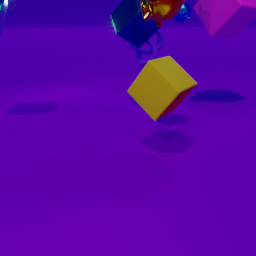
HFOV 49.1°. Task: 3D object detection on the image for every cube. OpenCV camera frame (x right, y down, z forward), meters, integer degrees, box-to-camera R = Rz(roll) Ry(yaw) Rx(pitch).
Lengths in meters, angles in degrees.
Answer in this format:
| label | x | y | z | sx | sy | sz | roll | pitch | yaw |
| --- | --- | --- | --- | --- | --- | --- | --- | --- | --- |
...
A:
| label | x | y | z | sx | sy | sz | roll | pitch | yaw |
| --- | --- | --- | --- | --- | --- | --- | --- | --- | --- |
| cube | 0.217 | -3.220 | 8.407 | 0.981 | 0.981 | 0.981 | 18 | 45 | -42 |
| cube | 3.090 | -3.698 | 8.721 | 1.242 | 1.242 | 1.242 | -11 | 67 | -38 |
| cube | 0.722 | -0.851 | 5.910 | 0.889 | 0.889 | 0.889 | 48 | 39 | 12 |

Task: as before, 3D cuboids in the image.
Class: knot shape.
| label | x | y | z | sx | sy | sz | roll | pitch | yaw |
| --- | --- | --- | --- | --- | --- | --- | --- | --- | --- |
| knot shape | 0.677 | -2.976 | 10.455 | 1.458 | 1.364 | 0.674 | -7 | -8 | -1 |

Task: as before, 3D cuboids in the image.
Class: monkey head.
| label | x | y | z | sx | sy | sz | roll | pitch | yaw |
| --- | --- | --- | --- | --- | --- | --- | --- | --- | --- |
| monkey head | 0.655 | -2.907 | 6.034 | 0.965 | 1.601 | 1.152 | -24 | 70 | -33 |

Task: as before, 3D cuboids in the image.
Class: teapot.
| label | x | y | z | sx | sy | sz | roll | pitch | yaw |
| --- | --- | --- | --- | --- | --- | --- | --- | --- | --- |
| teapot | 2.009 | -4.172 | 10.222 | 0.584 | 0.742 | 1.193 | 45 | 23 | 10 |

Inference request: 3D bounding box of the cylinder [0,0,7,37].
| label | x | y | z | sx | sy | sz | roll | pitch | yaw |
| --- | --- | --- | --- | --- | --- | --- | --- | --- | --- |
| cylinder | -3.911 | -2.997 | 7.249 | 1.218 | 1.218 | 1.218 | 14 | 17 | -20 |
